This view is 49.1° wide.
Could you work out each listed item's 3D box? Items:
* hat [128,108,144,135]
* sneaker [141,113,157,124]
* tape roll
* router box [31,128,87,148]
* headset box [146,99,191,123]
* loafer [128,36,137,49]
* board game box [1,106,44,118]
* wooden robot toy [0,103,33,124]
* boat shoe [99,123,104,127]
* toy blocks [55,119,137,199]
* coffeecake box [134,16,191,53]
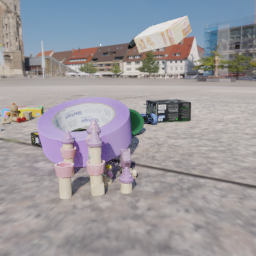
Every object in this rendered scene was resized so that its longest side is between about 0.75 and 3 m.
[{"bbox_3d":[-0.066,0.058,10.483,1.183,1.257,1.428,29,53,11],"label":"hat"},{"bbox_3d":[0.685,-0.382,12.088,0.546,0.492,1.403,-12,10,-29],"label":"sneaker"},{"bbox_3d":[-1.098,0.005,7.310,2.351,0.771,2.351,-3,29,2],"label":"tape roll"},{"bbox_3d":[-2.033,0.288,8.692,1.182,0.393,1.504,9,14,39],"label":"router box"},{"bbox_3d":[1.850,-0.866,13.327,1.668,0.888,1.915,-3,11,-12],"label":"headset box"},{"bbox_3d":[0.269,-4.210,13.954,0.349,0.361,1.027,40,-22,-11],"label":"loafer"},{"bbox_3d":[-5.446,-0.859,14.630,1.894,0.382,1.449,-2,11,-12],"label":"board game box"},{"bbox_3d":[-5.010,-0.717,12.694,0.824,0.848,1.870,5,13,26],"label":"wooden robot toy"},{"bbox_3d":[-0.747,0.256,7.865,0.817,0.778,2.270,9,14,37],"label":"boat shoe"},{"bbox_3d":[-0.576,0.443,5.488,1.577,1.328,1.474,-2,11,-9],"label":"toy blocks"},{"bbox_3d":[1.477,-3.966,11.919,1.931,0.705,1.482,0,35,42],"label":"coffeecake box"}]
